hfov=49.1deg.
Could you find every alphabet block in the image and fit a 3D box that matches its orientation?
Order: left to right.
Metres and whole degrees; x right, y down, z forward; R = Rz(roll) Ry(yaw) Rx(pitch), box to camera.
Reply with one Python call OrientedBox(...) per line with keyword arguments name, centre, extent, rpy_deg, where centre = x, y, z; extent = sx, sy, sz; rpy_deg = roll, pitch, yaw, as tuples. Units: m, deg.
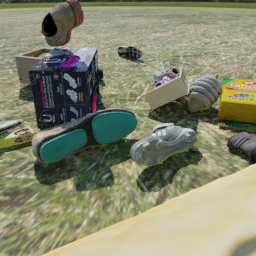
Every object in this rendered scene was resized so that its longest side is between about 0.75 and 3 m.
OrientedBox(name="alphabet block", centre=(1.172, 1.989, 1.210), extent=(2.886, 2.834, 2.819), rpy_deg=(-15, 33, -27))

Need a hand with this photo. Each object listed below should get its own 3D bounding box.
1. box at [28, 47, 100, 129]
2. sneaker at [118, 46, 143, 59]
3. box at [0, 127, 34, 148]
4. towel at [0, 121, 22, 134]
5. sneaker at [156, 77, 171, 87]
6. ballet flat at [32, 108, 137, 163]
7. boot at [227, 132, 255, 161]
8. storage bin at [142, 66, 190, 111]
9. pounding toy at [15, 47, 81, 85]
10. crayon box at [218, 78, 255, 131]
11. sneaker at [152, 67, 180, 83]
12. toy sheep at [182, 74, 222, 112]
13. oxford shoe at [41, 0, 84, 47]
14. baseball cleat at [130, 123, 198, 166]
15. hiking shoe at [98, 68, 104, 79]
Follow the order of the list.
OrientedBox(name="box", centre=(-1.777, -1.320, 8.502), extent=(1.551, 1.786, 2.703), rpy_deg=(0, 28, 0))
OrientedBox(name="sneaker", centre=(0.208, -4.117, 15.005), extent=(0.741, 0.672, 1.744), rpy_deg=(-18, 33, -39))
OrientedBox(name="box", centre=(-2.944, 0.257, 7.197), extent=(0.987, 0.247, 0.371), rpy_deg=(-15, 31, -25))
OrientedBox(name="towel", centre=(-3.670, 0.040, 7.291), extent=(1.241, 0.223, 1.289), rpy_deg=(0, 20, 26))
OrientedBox(name="sneaker", centre=(1.522, -1.407, 10.053), extent=(0.647, 0.589, 1.465), rpy_deg=(-22, 30, -26))
OrientedBox(name="ballet flat", centre=(-1.078, 0.030, 6.975), extent=(2.751, 0.936, 0.925), rpy_deg=(-17, 25, -30))
OrientedBox(name="boot", centre=(3.246, 0.309, 6.879), extent=(1.462, 0.510, 0.962), rpy_deg=(-9, 24, -25))
OrientedBox(name="storage bin", centre=(1.273, -1.319, 9.117), extent=(1.335, 0.625, 1.325), rpy_deg=(-25, 20, 25))
OrientedBox(name="pounding toy", centre=(-2.520, -2.401, 11.129), extent=(2.686, 1.229, 2.360), rpy_deg=(12, 30, 21))
OrientedBox(name="crayon box", centre=(3.749, -0.777, 8.676), extent=(1.721, 0.688, 2.710), rpy_deg=(8, 30, 15))
OrientedBox(name="sneaker", centre=(1.680, -2.119, 11.170), extent=(1.580, 0.697, 0.643), rpy_deg=(21, 34, 33))
OrientedBox(name="toy sheep", centre=(2.443, -1.166, 8.988), extent=(1.081, 1.081, 1.568), rpy_deg=(23, 73, 37))
OrientedBox(name="oxford shoe", centre=(-2.157, -2.926, 8.097), extent=(0.952, 0.897, 2.546), rpy_deg=(-31, 8, -26))
OrientedBox(name="baseball cleat", centre=(0.707, 0.363, 6.691), extent=(2.013, 0.702, 1.071), rpy_deg=(-8, 22, -36))
OrientedBox(name="hiking shoe", centre=(-1.473, -2.253, 11.742), extent=(0.579, 0.497, 1.336), rpy_deg=(-21, 24, -26))
